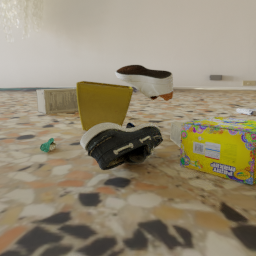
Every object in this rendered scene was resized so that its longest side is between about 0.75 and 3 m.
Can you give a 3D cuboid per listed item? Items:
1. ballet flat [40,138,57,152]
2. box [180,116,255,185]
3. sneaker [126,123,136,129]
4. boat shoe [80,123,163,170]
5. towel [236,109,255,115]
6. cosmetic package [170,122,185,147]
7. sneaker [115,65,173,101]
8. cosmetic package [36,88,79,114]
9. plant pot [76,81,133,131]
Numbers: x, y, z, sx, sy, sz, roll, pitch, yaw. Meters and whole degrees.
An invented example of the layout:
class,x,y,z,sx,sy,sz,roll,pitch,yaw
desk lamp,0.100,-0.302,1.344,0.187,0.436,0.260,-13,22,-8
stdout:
class,x,y,z,sx,sy,sz,roll,pitch,yaw
ballet flat,-2.342,0.537,8.450,0.328,0.314,0.933,25,12,0
box,2.522,0.408,6.780,1.752,1.109,1.819,-10,14,-42
sneaker,-0.046,0.081,9.810,0.392,0.600,1.073,-10,15,-43
boat shoe,0.098,0.508,6.989,2.987,1.129,0.901,-4,51,-52
towel,7.496,-0.904,15.812,2.222,0.264,1.632,1,9,-7
cosmetic package,1.803,0.215,9.050,0.546,0.647,1.252,0,12,-8
sneaker,0.571,-1.709,11.081,1.063,1.236,2.919,-33,37,-26
cosmetic package,-3.955,-1.679,16.836,2.718,1.405,1.186,-7,12,-40
plant pot,-0.963,-0.818,10.989,2.035,1.795,2.035,7,11,-4
